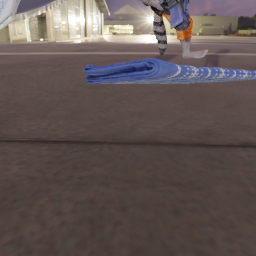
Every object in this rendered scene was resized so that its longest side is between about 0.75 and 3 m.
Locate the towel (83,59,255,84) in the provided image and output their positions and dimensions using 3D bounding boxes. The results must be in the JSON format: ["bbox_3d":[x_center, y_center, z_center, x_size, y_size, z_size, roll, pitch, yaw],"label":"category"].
[{"bbox_3d":[0.761,-0.859,4.357,2.475,0.295,1.792,-6,9,-36],"label":"towel"}]

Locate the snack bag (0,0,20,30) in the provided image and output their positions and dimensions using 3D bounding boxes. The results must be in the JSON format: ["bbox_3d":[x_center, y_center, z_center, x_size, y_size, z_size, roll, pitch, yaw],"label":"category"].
[{"bbox_3d":[-2.947,-3.255,6.919,0.235,2.194,2.068,26,-23,-39],"label":"snack bag"}]

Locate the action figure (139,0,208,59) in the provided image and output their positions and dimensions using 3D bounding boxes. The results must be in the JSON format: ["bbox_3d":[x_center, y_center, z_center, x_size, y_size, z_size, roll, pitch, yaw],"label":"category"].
[{"bbox_3d":[0.646,-2.429,5.540,1.448,2.677,2.767,-17,50,30],"label":"action figure"}]
